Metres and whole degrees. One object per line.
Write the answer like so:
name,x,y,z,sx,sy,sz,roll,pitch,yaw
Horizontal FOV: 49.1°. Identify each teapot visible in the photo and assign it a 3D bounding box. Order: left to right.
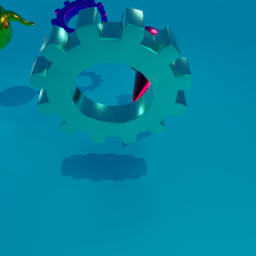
teapot,-3.358,-2.420,6.918,2.028,0.993,1.261,-22,59,3
teapot,0.350,-1.915,6.820,0.897,1.832,1.139,-28,17,-34

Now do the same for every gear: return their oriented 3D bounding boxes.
gear,-1.356,-3.002,7.839,1.538,0.284,1.538,-3,67,8
gear,-0.212,-0.559,3.844,2.078,2.078,0.384,0,49,0

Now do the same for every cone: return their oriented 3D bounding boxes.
cone,0.334,-0.746,5.817,0.998,0.998,1.002,21,51,25
